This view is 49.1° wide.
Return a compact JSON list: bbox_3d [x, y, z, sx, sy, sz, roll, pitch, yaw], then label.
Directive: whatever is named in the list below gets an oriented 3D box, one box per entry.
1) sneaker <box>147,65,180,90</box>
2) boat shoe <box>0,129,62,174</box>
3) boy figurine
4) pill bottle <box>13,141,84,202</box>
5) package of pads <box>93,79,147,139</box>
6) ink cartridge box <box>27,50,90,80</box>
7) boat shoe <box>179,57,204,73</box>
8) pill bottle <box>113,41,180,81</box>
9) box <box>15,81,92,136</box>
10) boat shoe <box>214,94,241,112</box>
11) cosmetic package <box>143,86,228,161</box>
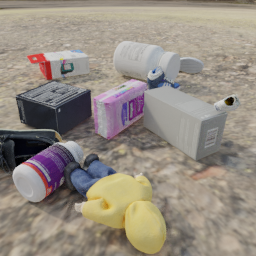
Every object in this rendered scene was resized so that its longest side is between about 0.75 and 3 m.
[{"bbox_3d":[1.579,-2.132,12.085,1.562,1.143,0.629,-8,30,-15],"label":"sneaker"},{"bbox_3d":[-3.137,0.593,7.285,2.865,1.069,0.892,-5,23,-20],"label":"boat shoe"},{"bbox_3d":[-0.168,1.459,5.875,1.708,0.885,2.747,-24,38,-37],"label":"boy figurine"},{"bbox_3d":[-1.825,0.956,6.718,0.924,0.924,1.643,17,33,28],"label":"pill bottle"},{"bbox_3d":[-0.223,-0.672,9.272,0.816,1.300,2.157,21,35,29],"label":"package of pads"},{"bbox_3d":[-3.556,-3.246,14.302,2.807,0.944,1.631,-13,31,-22],"label":"ink cartridge box"},{"bbox_3d":[2.884,-3.432,14.764,2.282,0.822,0.809,11,35,23],"label":"boat shoe"},{"bbox_3d":[0.904,-3.127,13.360,2.921,1.670,1.670,20,35,31],"label":"pill bottle"},{"bbox_3d":[-2.465,-0.724,9.567,1.775,1.103,1.789,16,33,27],"label":"box"},{"bbox_3d":[2.779,-0.714,7.470,1.088,0.464,0.402,-12,73,-38],"label":"boat shoe"},{"bbox_3d":[1.585,-0.258,8.515,1.131,1.340,2.508,-16,35,-27],"label":"cosmetic package"}]
